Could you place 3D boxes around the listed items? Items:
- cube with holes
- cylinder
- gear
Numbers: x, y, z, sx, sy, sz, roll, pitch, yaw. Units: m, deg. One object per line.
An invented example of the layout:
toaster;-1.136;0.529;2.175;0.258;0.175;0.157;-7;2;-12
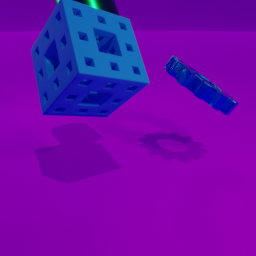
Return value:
cube with holes;-0.688;-1.058;4.742;1.301;1.301;1.301;0;-24;-40
cylinder;-0.777;-2.252;5.549;1.145;1.145;1.145;-18;-9;-3
gear;1.528;-0.897;5.871;1.662;0.307;1.662;31;20;-13
